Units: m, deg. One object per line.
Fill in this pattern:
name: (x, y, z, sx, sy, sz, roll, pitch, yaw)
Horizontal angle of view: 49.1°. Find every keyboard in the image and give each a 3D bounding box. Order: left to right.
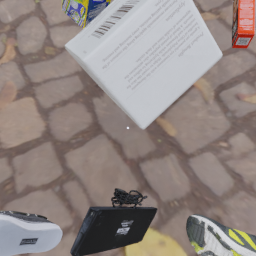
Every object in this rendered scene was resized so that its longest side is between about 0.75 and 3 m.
keyboard: (-0.095, 0.985, 3.126, 0.276, 1.394, 0.726, 29, 91, 32)

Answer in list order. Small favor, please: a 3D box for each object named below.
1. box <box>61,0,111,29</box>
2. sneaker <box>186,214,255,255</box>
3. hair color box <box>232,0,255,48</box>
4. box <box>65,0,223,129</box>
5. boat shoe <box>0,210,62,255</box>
box: (-0.731, -3.214, 5.530, 0.822, 2.347, 0.755, 43, 57, 12)
sneaker: (1.533, 1.732, 4.050, 1.486, 0.553, 0.629, 29, 23, 36)
hair color box: (2.614, -2.517, 6.352, 0.379, 0.628, 1.236, 5, 77, 9)
box: (0.165, -1.278, 4.647, 1.730, 1.489, 1.738, -43, 29, 1)
boat shoe: (-1.582, 1.354, 3.819, 0.525, 1.585, 0.554, 28, 90, 37)
